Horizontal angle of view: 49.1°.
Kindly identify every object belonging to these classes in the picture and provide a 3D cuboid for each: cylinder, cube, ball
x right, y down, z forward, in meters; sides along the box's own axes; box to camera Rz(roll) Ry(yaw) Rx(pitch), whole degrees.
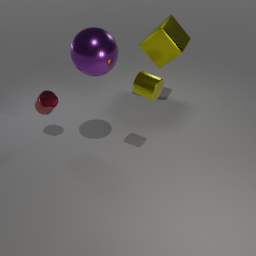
[{"bbox_3d":[0.603,-1.255,8.348,0.700,0.700,0.700,26,39,20],"label":"cylinder"},{"bbox_3d":[1.636,-3.749,12.252,1.400,1.400,1.400,-28,22,45],"label":"cube"},{"bbox_3d":[-0.983,-2.217,8.215,1.400,1.400,1.400,0,32,0],"label":"ball"},{"bbox_3d":[-2.965,-0.912,10.172,0.700,0.700,0.700,-25,-4,-34],"label":"cylinder"}]
